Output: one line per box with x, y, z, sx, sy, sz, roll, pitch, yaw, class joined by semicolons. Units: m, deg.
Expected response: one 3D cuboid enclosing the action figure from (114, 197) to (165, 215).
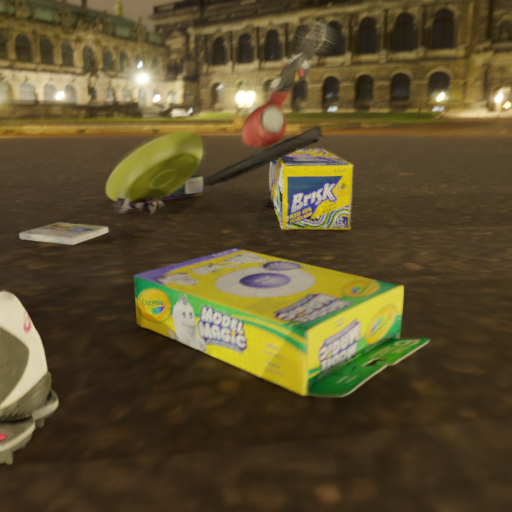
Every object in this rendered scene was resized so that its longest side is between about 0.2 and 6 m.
-2.445;-1.064;11.863;1.071;0.372;0.697;-3;8;-25;action figure

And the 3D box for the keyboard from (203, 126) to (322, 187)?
0.171;-1.868;10.666;2.295;0.294;1.378;-17;14;34;keyboard

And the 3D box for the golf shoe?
-2.552;0.747;3.711;2.378;1.047;0.918;-2;16;-2;golf shoe

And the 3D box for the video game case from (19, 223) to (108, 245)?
-3.326;-0.394;9.734;1.096;0.121;0.998;6;16;20;video game case

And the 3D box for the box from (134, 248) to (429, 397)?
0.187;0.526;5.344;2.581;0.624;1.514;15;22;40;box

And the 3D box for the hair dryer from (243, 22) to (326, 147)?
0.522;-3.075;11.133;0.764;2.814;2.143;36;42;-10;hair dryer

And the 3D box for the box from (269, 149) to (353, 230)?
1.038;-1.521;11.828;1.342;1.232;3.831;-1;16;-2;box

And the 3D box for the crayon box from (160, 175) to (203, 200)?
-2.483;-1.779;14.170;1.765;0.514;1.523;-12;19;-38;crayon box

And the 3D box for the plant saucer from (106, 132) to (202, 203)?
-2.084;-1.757;12.048;2.346;0.364;2.346;-32;-12;-8;plant saucer
